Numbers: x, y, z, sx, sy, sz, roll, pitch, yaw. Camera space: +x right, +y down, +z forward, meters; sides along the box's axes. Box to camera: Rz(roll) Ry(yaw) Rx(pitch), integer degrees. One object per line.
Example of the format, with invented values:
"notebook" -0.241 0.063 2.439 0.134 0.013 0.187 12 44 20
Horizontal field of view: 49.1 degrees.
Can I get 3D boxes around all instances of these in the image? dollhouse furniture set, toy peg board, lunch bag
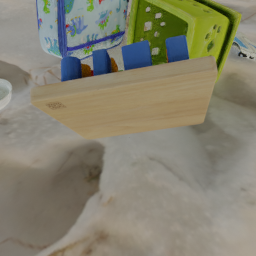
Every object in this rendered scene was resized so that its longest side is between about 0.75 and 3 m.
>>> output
"dollhouse furniture set" -0.315 -4.332 12.179 1.717 1.117 1.577 2 41 -29
"toy peg board" 0.039 -0.802 4.982 2.546 2.535 1.245 -9 74 9
"lunch bag" -1.159 -3.239 8.065 1.205 2.348 2.922 27 38 24

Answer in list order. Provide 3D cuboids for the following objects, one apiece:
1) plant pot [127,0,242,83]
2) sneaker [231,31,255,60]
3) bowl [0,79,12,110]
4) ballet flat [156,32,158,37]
"plant pot" 1.794 -2.857 9.260 2.588 2.838 2.852 -21 48 -29
"sneaker" 4.808 -2.901 10.786 2.152 0.780 0.774 43 13 24
"bowl" -4.239 -0.929 8.759 1.346 0.605 1.346 0 45 0
"ballet flat" 1.420 -3.704 11.722 0.536 0.579 1.643 -17 38 21
